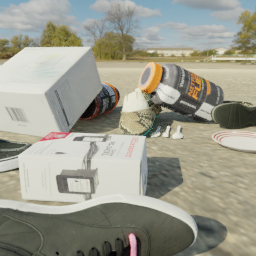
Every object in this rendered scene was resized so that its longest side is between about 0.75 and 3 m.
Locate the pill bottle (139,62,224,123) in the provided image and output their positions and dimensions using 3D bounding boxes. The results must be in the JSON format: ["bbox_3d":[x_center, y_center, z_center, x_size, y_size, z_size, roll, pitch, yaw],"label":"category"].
[{"bbox_3d":[1.495,-1.071,8.113,2.358,1.253,1.253,19,7,-23],"label":"pill bottle"}]

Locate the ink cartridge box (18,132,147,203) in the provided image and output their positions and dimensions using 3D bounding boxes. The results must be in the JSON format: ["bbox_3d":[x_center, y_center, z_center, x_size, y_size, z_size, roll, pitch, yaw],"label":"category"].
[{"bbox_3d":[-0.570,0.569,4.343,1.718,0.716,1.248,2,15,6],"label":"ink cartridge box"}]

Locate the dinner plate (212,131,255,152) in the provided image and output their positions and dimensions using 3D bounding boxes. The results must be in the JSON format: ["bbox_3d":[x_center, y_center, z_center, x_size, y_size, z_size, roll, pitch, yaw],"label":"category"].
[{"bbox_3d":[2.687,0.322,6.411,1.481,0.179,1.481,-1,14,0],"label":"dinner plate"}]

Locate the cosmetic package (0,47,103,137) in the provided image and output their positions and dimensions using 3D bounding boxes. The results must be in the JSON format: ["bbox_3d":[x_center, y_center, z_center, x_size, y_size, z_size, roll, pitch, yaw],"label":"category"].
[{"bbox_3d":[-2.320,-1.083,7.619,2.328,1.435,2.335,6,41,22],"label":"cosmetic package"}]

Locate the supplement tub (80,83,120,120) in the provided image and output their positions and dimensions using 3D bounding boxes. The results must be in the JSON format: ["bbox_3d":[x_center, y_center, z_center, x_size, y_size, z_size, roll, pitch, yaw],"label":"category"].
[{"bbox_3d":[-1.025,-0.984,9.652,1.093,1.093,2.044,6,15,23],"label":"supplement tub"}]

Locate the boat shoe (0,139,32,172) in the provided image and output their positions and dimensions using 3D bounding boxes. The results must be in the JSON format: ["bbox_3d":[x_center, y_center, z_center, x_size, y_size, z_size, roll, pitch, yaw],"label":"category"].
[{"bbox_3d":[-2.785,0.353,5.109,2.217,0.757,0.818,-2,15,-8],"label":"boat shoe"}]

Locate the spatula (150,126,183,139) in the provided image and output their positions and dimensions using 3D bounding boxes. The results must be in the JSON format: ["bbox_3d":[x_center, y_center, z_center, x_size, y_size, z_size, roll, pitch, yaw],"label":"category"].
[{"bbox_3d":[1.074,0.103,7.487,0.803,0.093,1.154,-2,13,14],"label":"spatula"}]

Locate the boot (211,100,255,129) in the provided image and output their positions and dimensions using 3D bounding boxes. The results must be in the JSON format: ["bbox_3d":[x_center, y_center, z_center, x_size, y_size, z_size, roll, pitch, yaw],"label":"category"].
[{"bbox_3d":[3.074,-0.473,8.523,1.991,0.719,1.503,-2,11,-19],"label":"boot"}]

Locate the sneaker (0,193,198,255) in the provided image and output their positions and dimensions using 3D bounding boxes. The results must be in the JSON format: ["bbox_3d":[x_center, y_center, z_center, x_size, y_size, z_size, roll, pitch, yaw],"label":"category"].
[{"bbox_3d":[-0.439,1.149,2.257,2.215,0.783,1.098,1,24,-4],"label":"sneaker"}]

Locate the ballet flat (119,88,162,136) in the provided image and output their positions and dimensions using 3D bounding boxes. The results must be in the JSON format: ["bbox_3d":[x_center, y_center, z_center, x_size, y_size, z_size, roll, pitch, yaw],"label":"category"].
[{"bbox_3d":[0.351,-0.591,8.043,0.999,1.109,2.946,-6,13,18],"label":"ballet flat"}]
